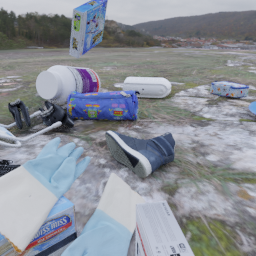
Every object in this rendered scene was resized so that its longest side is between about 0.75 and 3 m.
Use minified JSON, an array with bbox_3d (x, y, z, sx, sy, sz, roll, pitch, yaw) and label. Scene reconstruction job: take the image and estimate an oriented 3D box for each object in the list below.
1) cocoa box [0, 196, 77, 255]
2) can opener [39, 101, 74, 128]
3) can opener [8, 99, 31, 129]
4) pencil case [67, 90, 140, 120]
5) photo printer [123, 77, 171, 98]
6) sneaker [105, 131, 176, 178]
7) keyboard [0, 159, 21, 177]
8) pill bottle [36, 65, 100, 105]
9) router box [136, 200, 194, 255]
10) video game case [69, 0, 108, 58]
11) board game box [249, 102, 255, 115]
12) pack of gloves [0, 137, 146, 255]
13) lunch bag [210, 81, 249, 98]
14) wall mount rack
[{"bbox_3d":[-1.621,1.651,4.405,1.393,0.914,0.929,-18,26,-40],"label":"cocoa box"},{"bbox_3d":[-2.986,-0.506,10.749,0.880,1.092,2.777,-47,32,-13],"label":"can opener"},{"bbox_3d":[-3.954,-0.508,10.405,0.666,0.826,2.101,-30,34,-18],"label":"can opener"},{"bbox_3d":[-0.970,-0.916,11.008,2.875,1.249,1.122,1,54,4],"label":"pencil case"},{"bbox_3d":[1.056,-2.195,14.998,2.480,0.861,2.063,2,19,5],"label":"photo printer"},{"bbox_3d":[0.390,0.470,7.667,1.447,0.761,2.003,-25,39,-28],"label":"sneaker"},{"bbox_3d":[-3.612,0.985,7.133,1.623,0.322,0.845,0,20,-3],"label":"keyboard"},{"bbox_3d":[-2.599,-1.891,12.414,1.660,1.660,2.952,10,12,25],"label":"pill bottle"},{"bbox_3d":[0.429,1.873,2.981,0.405,1.487,1.657,-4,21,-9],"label":"router box"},{"bbox_3d":[-1.662,-4.326,11.990,0.499,1.992,2.198,26,43,8],"label":"video game case"},{"bbox_3d":[6.182,-0.533,11.081,2.608,0.508,2.060,-4,24,4],"label":"board game box"},{"bbox_3d":[-0.949,1.371,4.729,2.292,0.538,2.728,41,23,-1],"label":"pack of gloves"},{"bbox_3d":[5.450,-2.115,15.090,1.473,0.694,1.838,-11,24,-31],"label":"lunch bag"},{"bbox_3d":[-3.840,-0.184,9.352,2.506,1.075,2.884,17,5,-43],"label":"wall mount rack"}]
